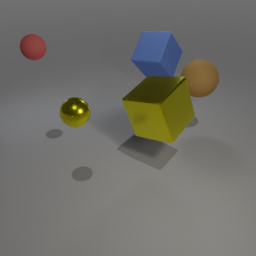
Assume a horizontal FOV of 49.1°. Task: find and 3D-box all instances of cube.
[{"bbox_3d":[1.227,-3.038,11.733,1.400,1.400,1.400,14,-12,35],"label":"cube"},{"bbox_3d":[0.934,-0.597,8.318,1.400,1.400,1.400,11,45,42],"label":"cube"}]

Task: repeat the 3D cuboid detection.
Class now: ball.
[{"bbox_3d":[-2.623,-2.234,7.754,0.700,0.700,0.700,0,29,0],"label":"ball"},{"bbox_3d":[-1.206,-0.354,6.391,0.700,0.700,0.700,0,29,0],"label":"ball"},{"bbox_3d":[2.658,-1.838,10.417,1.400,1.400,1.400,0,29,0],"label":"ball"}]
